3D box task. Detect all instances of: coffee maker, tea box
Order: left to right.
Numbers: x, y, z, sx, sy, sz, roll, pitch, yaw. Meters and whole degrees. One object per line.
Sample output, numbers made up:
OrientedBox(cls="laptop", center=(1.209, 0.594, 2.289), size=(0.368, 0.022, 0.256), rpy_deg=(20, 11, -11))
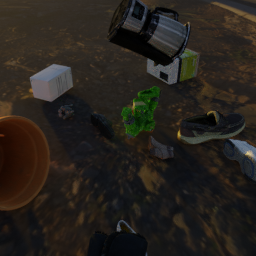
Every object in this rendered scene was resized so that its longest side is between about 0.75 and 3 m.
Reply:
OrientedBox(cls="coffee maker", center=(0.592, -3.427, 10.566), size=(2.605, 2.502, 1.754), rpy_deg=(20, 54, -19))
OrientedBox(cls="tea box", center=(2.326, -3.376, 14.602), size=(1.909, 1.297, 1.941), rpy_deg=(-20, 39, -27))

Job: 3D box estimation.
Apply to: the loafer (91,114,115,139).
OrientedBox(cls="loafer", center=(-0.843, -0.138, 10.628), size=(0.588, 0.592, 1.627), rpy_deg=(-15, 39, -27))

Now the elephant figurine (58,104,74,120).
OrientedBox(cls="elephant figurine", center=(-2.486, -0.746, 11.566), size=(0.650, 0.593, 0.838), rpy_deg=(34, 22, -1))

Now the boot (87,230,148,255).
OrientedBox(cls="boot", center=(0.182, 3.108, 5.483), size=(2.490, 0.951, 2.092), rpy_deg=(2, 42, 14))

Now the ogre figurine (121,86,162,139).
OrientedBox(cls="ogre figurine", center=(0.504, -0.550, 10.465), size=(1.161, 1.419, 2.367), rpy_deg=(11, 37, 8))

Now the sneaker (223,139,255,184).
OrientedBox(cls="sneaker", center=(3.936, 0.972, 8.890), size=(0.917, 0.784, 2.104), rpy_deg=(-5, 35, -15))

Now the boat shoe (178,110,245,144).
OrientedBox(cls="boat shoe", center=(3.190, -0.158, 10.310), size=(2.884, 0.935, 1.056), rpy_deg=(-16, 38, -22))

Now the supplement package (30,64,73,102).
OrientedBox(cls="supplement package", center=(-3.518, -2.125, 13.044), size=(1.045, 1.032, 1.724), rpy_deg=(15, 38, 21))

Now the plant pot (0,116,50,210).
OrientedBox(cls="plant pot", center=(-3.670, 0.901, 7.763), size=(1.720, 2.457, 2.457), rpy_deg=(0, 32, 28))

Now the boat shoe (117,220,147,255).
OrientedBox(cls="boat shoe", center=(0.079, 2.677, 6.729), size=(0.392, 0.386, 1.105), rpy_deg=(-18, 39, -24))

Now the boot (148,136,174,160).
OrientedBox(cls="boot", center=(1.140, 0.676, 9.670), size=(0.819, 0.394, 1.120), rpy_deg=(6, 36, -3))
